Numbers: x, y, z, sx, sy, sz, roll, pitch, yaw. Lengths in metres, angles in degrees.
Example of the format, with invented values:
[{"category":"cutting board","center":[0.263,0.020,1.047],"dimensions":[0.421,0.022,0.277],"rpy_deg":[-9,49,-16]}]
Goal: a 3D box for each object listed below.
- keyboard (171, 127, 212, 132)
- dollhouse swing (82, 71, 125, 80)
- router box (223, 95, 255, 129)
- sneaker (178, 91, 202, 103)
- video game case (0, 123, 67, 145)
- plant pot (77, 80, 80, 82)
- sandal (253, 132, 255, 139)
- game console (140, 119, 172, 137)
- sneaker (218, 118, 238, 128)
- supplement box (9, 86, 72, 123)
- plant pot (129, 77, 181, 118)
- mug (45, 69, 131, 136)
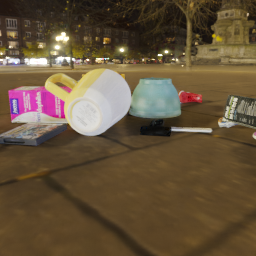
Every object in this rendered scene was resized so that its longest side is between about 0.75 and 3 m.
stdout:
[{"category":"keyboard","center":[2.100,0.035,9.560],"dimensions":[1.465,0.078,0.412],"rpy_deg":[3,16,12]},{"category":"dollhouse swing","center":[-1.491,-2.838,17.254],"dimensions":[2.435,2.213,2.141],"rpy_deg":[-2,35,-4]},{"category":"router box","center":[4.706,-0.326,8.495],"dimensions":[2.812,0.874,2.107],"rpy_deg":[4,10,-28]},{"category":"sneaker","center":[3.433,-1.678,15.173],"dimensions":[1.011,0.686,1.750],"rpy_deg":[8,18,34]},{"category":"video game case","center":[-2.920,0.148,8.533],"dimensions":[1.480,0.209,1.638],"rpy_deg":[2,17,19]},{"category":"plant pot","center":[-1.902,-1.580,13.109],"dimensions":[1.303,1.624,1.624],"rpy_deg":[-15,19,-24]},{"category":"sandal","center":[4.102,0.239,8.263],"dimensions":[0.558,0.337,1.372],"rpy_deg":[2,14,8]},{"category":"game console","center":[1.015,-0.035,9.639],"dimensions":[1.003,0.205,1.700],"rpy_deg":[3,16,12]},{"category":"sneaker","center":[3.568,-0.192,9.742],"dimensions":[0.806,0.355,0.304],"rpy_deg":[1,51,18]},{"category":"supplement box","center":[-3.140,-0.929,10.949],"dimensions":[2.501,1.266,1.293],"rpy_deg":[0,15,4]},{"category":"plant pot","center":[1.202,-1.418,12.342],"dimensions":[2.316,1.552,2.316],"rpy_deg":[1,15,0]},{"category":"mug","center":[-1.324,-0.754,9.306],"dimensions":[2.539,2.034,2.085],"rpy_deg":[1,23,12]}]
